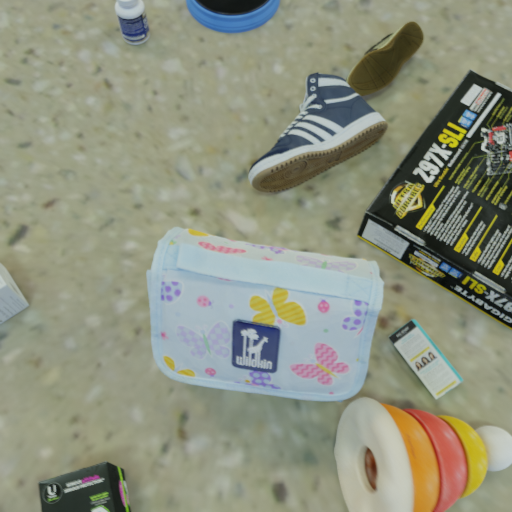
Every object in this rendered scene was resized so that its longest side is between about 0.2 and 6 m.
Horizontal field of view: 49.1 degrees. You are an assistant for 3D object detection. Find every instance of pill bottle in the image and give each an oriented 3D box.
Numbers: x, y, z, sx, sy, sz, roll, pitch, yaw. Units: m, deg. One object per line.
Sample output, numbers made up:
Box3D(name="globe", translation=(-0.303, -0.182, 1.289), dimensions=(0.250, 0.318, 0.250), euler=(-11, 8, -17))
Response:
Box3D(name="pill bottle", translation=(-2.255, -4.354, 10.144), dimensions=(0.519, 0.934, 0.519), euler=(0, 65, 0))

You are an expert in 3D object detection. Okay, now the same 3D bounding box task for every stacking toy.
Box3D(name="stacking toy", translation=(2.221, 2.490, 6.804), dimensions=(2.218, 1.621, 1.621), euler=(0, 64, -16))

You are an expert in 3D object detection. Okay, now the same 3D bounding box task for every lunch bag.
Box3D(name="lunch bag", translation=(0.081, 0.766, 6.656), dimensions=(2.404, 2.835, 1.803), euler=(9, 68, 3))

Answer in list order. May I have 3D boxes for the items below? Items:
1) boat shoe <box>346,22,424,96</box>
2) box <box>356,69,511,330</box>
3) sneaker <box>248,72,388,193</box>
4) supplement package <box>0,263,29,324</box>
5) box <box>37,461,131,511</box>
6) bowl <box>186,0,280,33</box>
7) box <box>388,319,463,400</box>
Box3D(name="boat shoe", translation=(2.213, -3.398, 9.896), dimensions=(1.807, 0.586, 0.662), euler=(-41, 103, -14))
Box3D(name="box", translation=(3.630, -0.997, 8.632), dimensions=(2.727, 0.843, 3.416), euler=(32, 69, 16))
Box3D(name="sneaker", translation=(0.743, -2.043, 9.058), dimensions=(2.553, 0.895, 1.385), euler=(-27, 72, -19))
Box3D(name="supplement package", translation=(-4.147, 0.690, 7.824), dimensions=(1.461, 0.831, 0.800), euler=(-35, 68, -14))
Box3D(name="box", translation=(-1.918, 3.223, 6.543), dimensions=(0.828, 0.989, 1.331), euler=(-14, 66, -7))
Box3D(name="bowl", translation=(-0.453, -5.113, 10.824), dimensions=(1.840, 0.361, 1.840), euler=(0, 64, 0))
Box3D(name="box", translation=(2.326, 1.411, 7.709), dimensions=(0.428, 0.256, 1.040), euler=(-42, 68, 18))
